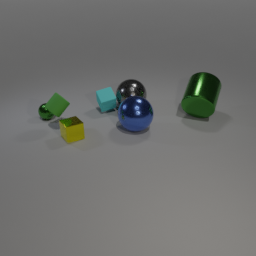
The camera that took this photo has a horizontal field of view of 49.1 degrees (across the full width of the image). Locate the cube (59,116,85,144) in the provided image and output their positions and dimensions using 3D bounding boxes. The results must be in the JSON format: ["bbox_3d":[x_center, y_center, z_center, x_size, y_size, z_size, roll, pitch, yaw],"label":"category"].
[{"bbox_3d":[-2.100,0.057,10.503,0.700,0.700,0.700,-17,33,-29],"label":"cube"}]

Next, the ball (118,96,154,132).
[{"bbox_3d":[0.298,-0.549,10.909,1.400,1.400,1.400,0,29,0],"label":"ball"}]

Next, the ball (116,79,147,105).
[{"bbox_3d":[0.144,-1.493,12.608,1.400,1.400,1.400,0,29,0],"label":"ball"}]

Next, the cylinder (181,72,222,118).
[{"bbox_3d":[3.090,-1.379,11.803,1.400,1.400,1.400,12,59,21],"label":"cylinder"}]

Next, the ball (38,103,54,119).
[{"bbox_3d":[-3.455,-0.711,11.907,0.700,0.700,0.700,0,29,0],"label":"ball"}]

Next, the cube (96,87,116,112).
[{"bbox_3d":[-0.960,-1.264,12.368,0.700,0.700,0.700,-19,62,-13],"label":"cube"}]

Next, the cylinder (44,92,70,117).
[{"bbox_3d":[-2.706,-0.885,10.724,0.700,0.700,0.700,-52,43,-2],"label":"cylinder"}]
